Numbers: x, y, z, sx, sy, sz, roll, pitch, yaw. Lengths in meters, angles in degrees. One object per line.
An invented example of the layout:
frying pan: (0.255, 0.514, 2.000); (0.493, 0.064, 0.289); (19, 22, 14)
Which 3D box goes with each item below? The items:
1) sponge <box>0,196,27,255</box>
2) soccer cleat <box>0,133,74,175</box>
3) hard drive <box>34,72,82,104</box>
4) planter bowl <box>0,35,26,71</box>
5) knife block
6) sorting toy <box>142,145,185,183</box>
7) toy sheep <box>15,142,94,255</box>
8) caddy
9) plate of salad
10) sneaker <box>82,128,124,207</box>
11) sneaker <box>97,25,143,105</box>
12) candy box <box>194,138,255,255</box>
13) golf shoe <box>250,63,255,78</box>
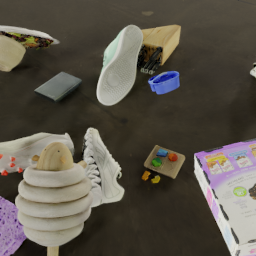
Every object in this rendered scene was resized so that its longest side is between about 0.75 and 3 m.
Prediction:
sponge: (-3.300, 2.595, 5.642); (1.467, 0.392, 2.629); (23, 49, 21)
soccer cleat: (-2.701, 0.614, 7.393); (2.495, 0.864, 0.968); (-4, 40, -14)
hard drive: (-2.426, -1.427, 9.810); (0.964, 0.227, 1.382); (25, 50, 23)
planter bowl: (-4.669, -2.706, 10.410); (1.416, 1.416, 0.953); (11, 78, 11)
knife block: (1.258, -3.057, 11.027); (2.601, 0.832, 2.284); (-13, 47, -13)
sorting toy: (0.903, 0.987, 7.427); (0.892, 0.160, 1.198); (22, 49, 20)
toy sheep: (-1.453, 1.492, 5.703); (1.674, 2.428, 1.674); (-2, 3, 0)
caddy: (0.918, -1.190, 7.058); (0.805, 0.422, 0.569); (-24, 29, -13)
plate of salad: (-4.156, -3.360, 10.808); (2.958, 0.711, 2.958); (6, 8, -1)
sneaker: (-0.686, 0.936, 7.126); (0.917, 0.850, 2.262); (0, 47, -16)
sneaker: (-0.467, -2.021, 10.019); (1.099, 1.761, 2.986); (26, 73, -20)
candy box: (2.293, 1.169, 5.082); (1.610, 0.686, 1.919); (-13, 44, -1)
golf shoe: (4.871, -1.861, 10.075); (0.888, 0.715, 1.826); (1, 36, 25)
